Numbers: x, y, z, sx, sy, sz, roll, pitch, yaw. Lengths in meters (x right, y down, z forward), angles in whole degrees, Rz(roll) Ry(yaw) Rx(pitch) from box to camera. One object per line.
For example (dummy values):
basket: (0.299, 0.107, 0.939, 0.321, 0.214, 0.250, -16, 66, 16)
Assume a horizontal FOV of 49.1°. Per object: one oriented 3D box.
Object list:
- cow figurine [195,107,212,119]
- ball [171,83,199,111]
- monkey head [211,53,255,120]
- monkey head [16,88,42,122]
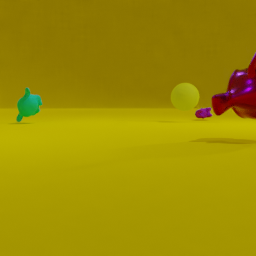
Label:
cow figurine: (3.489, -0.678, 13.091, 1.015, 0.557, 0.999, -10, 1, -22)
ball: (2.321, -1.263, 11.422, 1.135, 1.135, 1.135, 0, 4, 0)
monkey head: (2.148, -0.562, 5.007, 1.136, 1.580, 0.952, -23, 14, -28)
monkey head: (-3.821, -0.928, 10.535, 1.025, 1.425, 0.859, 36, 23, 26)
